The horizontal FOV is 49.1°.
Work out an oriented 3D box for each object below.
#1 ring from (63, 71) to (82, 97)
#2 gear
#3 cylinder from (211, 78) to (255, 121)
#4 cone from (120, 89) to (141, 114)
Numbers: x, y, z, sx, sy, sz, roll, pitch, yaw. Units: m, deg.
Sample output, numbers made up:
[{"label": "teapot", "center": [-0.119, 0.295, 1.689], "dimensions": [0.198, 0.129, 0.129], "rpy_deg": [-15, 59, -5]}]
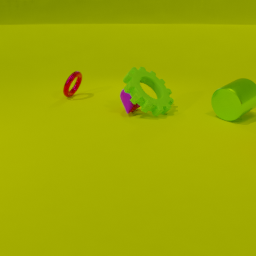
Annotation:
[{"label": "ring", "center": [-2.112, -1.679, 10.736], "dimensions": [0.220, 1.102, 1.102], "rpy_deg": [30, 29, 8]}, {"label": "gear", "center": [0.677, -1.209, 9.072], "dimensions": [1.772, 0.328, 1.772], "rpy_deg": [22, 45, -24]}, {"label": "cylinder", "center": [3.295, -0.879, 8.581], "dimensions": [1.055, 1.055, 1.055], "rpy_deg": [-26, 33, -32]}, {"label": "cone", "center": [0.070, -0.733, 9.040], "dimensions": [0.874, 0.874, 0.877], "rpy_deg": [5, 43, 12]}]
